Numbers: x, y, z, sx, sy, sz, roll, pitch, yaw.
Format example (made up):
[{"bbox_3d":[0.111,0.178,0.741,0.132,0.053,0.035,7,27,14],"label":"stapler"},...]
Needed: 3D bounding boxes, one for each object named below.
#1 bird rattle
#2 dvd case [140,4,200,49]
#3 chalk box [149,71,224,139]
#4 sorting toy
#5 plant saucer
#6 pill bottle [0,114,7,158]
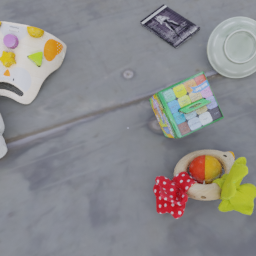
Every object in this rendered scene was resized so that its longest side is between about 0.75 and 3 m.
[{"bbox_3d":[1.960,1.412,7.395,2.592,1.460,2.113,-12,30,26],"label":"bird rattle"},{"bbox_3d":[1.643,-4.027,11.041,1.937,0.155,1.441,41,70,19],"label":"dvd case"},{"bbox_3d":[1.558,-0.589,7.688,1.379,2.217,1.372,-24,90,-4],"label":"chalk box"},{"bbox_3d":[-3.832,-2.115,9.482,2.765,1.477,2.489,10,83,5],"label":"sorting toy"},{"bbox_3d":[3.763,-2.732,9.483,2.073,0.520,2.073,1,99,4],"label":"plant saucer"},{"bbox_3d":[-4.441,-0.200,8.220,1.363,1.363,2.384,-24,68,-13],"label":"pill bottle"}]
